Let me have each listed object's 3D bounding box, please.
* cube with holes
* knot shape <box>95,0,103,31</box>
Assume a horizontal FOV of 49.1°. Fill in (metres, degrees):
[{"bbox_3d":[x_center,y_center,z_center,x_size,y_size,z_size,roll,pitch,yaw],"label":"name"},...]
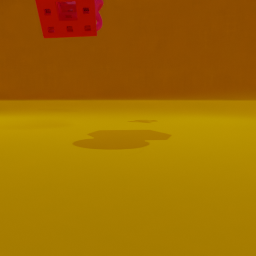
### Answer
[{"bbox_3d":[-1.428,-3.052,6.641,1.268,1.268,1.268,-4,48,-5],"label":"cube with holes"},{"bbox_3d":[-1.280,-4.350,10.375,0.627,1.357,1.270,3,30,11],"label":"knot shape"}]
